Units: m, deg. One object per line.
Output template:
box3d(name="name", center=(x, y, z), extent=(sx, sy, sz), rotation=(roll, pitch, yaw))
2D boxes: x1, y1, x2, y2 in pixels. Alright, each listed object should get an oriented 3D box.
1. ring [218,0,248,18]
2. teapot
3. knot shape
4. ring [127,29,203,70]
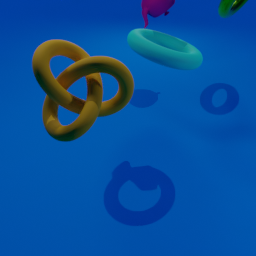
box3d(name="ring", center=(3.422, -4.122, 8.345), extent=(0.372, 1.859, 1.859), rotation=(46, 52, 12))
box3d(name="teapot", center=(0.922, -3.728, 8.416), extent=(1.696, 0.830, 1.054), rotation=(-46, 26, -10))
box3d(name="knot shape", center=(-0.659, -0.561, 3.479), extent=(1.276, 1.194, 0.590), rotation=(-33, 5, -3))
box3d(name="ring", center=(0.700, -1.504, 5.295), extent=(1.481, 0.296, 1.481), rotation=(14, 31, -9))
